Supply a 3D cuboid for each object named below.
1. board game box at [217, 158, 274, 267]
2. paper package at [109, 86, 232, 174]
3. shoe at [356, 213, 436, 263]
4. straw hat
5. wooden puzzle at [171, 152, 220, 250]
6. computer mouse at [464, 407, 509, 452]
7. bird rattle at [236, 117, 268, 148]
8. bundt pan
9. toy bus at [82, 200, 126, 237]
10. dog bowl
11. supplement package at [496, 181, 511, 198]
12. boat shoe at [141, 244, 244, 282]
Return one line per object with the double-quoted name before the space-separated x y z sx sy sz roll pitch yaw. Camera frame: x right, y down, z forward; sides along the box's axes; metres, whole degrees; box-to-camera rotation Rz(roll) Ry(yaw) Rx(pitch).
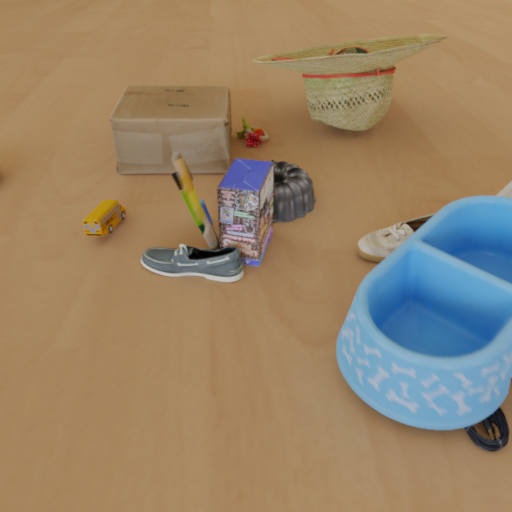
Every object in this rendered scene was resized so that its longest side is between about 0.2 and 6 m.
"board game box" -0.156 -0.760 9.668 0.708 1.461 1.165 7 35 11
"paper package" -1.858 -2.980 13.034 2.593 1.341 2.471 -1 34 0
"shoe" 2.801 -0.427 9.947 2.241 0.598 0.784 -12 36 -17
"straw hat" 2.328 -4.222 14.099 4.778 2.022 4.778 -7 22 3
"wooden puzzle" -1.028 -0.848 9.412 0.283 2.421 1.633 -23 70 -1
"computer mouse" 2.822 1.438 7.486 0.774 0.450 2.642 5 41 5
"bird rattle" -0.026 -3.063 13.952 0.785 0.542 0.963 -6 34 -38
"bundt pan" 0.320 -1.388 11.297 1.801 0.676 1.801 0 35 0
"toy bus" -2.795 -0.713 10.374 0.359 0.432 1.103 0 29 12
"dog bowl" 2.765 0.482 7.498 2.216 0.986 3.976 31 52 34
"supplement package" 4.754 -0.621 9.862 1.049 1.011 1.845 27 42 33
"boat shoe" -1.081 -0.001 9.365 1.789 0.553 0.651 8 35 12
